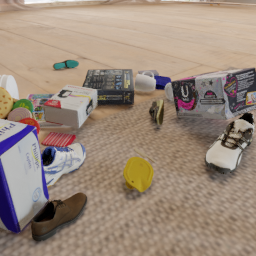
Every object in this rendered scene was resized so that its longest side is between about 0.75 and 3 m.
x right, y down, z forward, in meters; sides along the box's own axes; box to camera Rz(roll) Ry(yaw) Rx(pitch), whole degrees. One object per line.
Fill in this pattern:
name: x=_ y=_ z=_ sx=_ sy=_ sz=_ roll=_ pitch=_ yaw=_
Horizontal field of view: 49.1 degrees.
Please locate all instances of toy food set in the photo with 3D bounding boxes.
toy food set: x=-4.308 y=-0.013 z=9.054 sx=2.762 sy=0.679 sz=2.790 roll=25 pitch=60 yaw=9
toy food set: x=0.273 y=1.325 z=8.165 sx=0.859 sy=0.477 sz=1.460 roll=29 pitch=37 yaw=0

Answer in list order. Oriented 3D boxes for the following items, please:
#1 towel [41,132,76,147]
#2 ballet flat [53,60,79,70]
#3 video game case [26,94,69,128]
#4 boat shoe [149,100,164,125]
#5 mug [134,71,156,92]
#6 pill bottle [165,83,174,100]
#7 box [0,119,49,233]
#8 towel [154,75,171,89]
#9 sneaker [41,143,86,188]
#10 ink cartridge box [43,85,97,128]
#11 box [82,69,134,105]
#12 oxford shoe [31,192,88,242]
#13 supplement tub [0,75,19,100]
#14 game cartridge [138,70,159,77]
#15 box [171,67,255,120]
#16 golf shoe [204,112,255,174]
towel: x=-2.437 y=0.426 z=9.908 sx=1.033 sy=0.116 sz=0.747 roll=6 pitch=34 yaw=14
ballet flat: x=-3.688 y=-3.735 z=16.519 sx=1.520 sy=0.516 sz=0.572 roll=-14 pitch=16 yaw=-18
video game case: x=-3.208 y=-0.784 z=11.690 sx=2.410 sy=0.314 sz=2.647 roll=-2 pitch=32 yaw=-5
boat shoe: x=1.129 y=-0.631 z=11.240 sx=0.579 sy=0.629 sz=1.761 roll=-2 pitch=28 yaw=13
mug: x=0.886 y=-2.276 z=13.564 sx=0.920 sy=0.775 sz=1.049 roll=12 pitch=77 yaw=12
pill bottle: x=2.486 y=-1.812 z=12.940 sx=1.450 sy=0.812 sz=0.812 roll=-17 pitch=35 yaw=-26
box: x=-3.427 y=1.010 z=6.828 sx=2.463 sy=2.265 sz=1.292 roll=10 pitch=32 yaw=18
towel: x=1.760 y=-2.300 z=14.297 sx=0.930 sy=0.312 sz=1.259 roll=8 pitch=31 yaw=1
sneaker: x=-2.020 y=0.889 z=8.337 sx=0.810 sy=0.949 sz=2.153 roll=15 pitch=33 yaw=25
ink cartridge box: x=-2.161 y=-0.897 z=10.847 sx=1.385 sy=0.787 sz=1.901 roll=11 pitch=34 yaw=12
box: x=-0.885 y=-2.021 z=13.341 sx=2.326 sy=0.753 sz=2.950 roll=-1 pitch=31 yaw=-1
oxford shoe: x=-1.605 y=1.987 z=6.780 sx=0.586 sy=0.680 sz=1.612 roll=19 pitch=35 yaw=32
supplement tub: x=-5.767 y=-1.110 z=10.635 sx=2.734 sy=1.978 sz=1.978 roll=-3 pitch=31 yaw=-6
game cartridge: x=1.139 y=-3.038 z=15.610 sx=1.050 sy=0.201 sz=0.680 roll=-5 pitch=36 yaw=-9
box: x=3.158 y=-1.290 z=10.514 sx=1.774 sy=1.541 sz=2.685 roll=-17 pitch=11 yaw=-25
golf shoe: x=3.267 y=0.371 z=8.865 sx=1.051 sy=1.277 sz=2.703 roll=24 pitch=40 yaw=26
